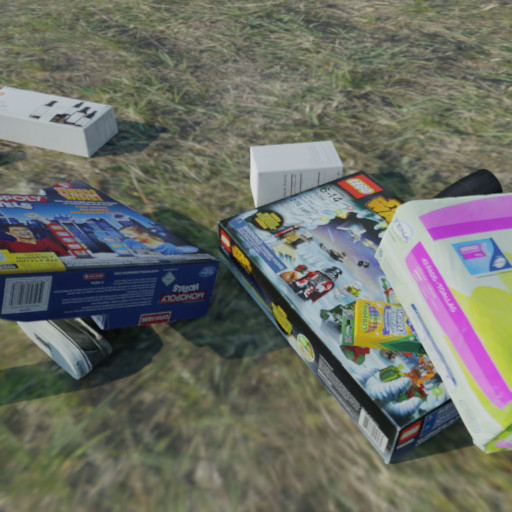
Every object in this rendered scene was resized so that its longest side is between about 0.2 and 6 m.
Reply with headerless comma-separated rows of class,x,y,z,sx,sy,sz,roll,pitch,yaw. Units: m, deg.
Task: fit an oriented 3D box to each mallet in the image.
mallet,4.439,-0.214,9.114,1.136,0.710,3.450,-37,53,-6

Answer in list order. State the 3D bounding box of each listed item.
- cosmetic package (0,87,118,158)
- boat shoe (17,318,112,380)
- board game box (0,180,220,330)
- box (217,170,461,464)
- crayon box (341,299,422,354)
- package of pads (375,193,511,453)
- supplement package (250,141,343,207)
cosmetic package,-4.678,-3.022,12.437,2.902,0.735,1.198,13,41,15
boat shoe,-2.860,0.909,7.911,2.062,0.729,0.656,36,52,24
board game box,-2.806,-0.160,8.207,3.265,1.007,3.263,-2,27,-41
box,1.710,0.460,8.205,2.943,0.857,4.298,-21,46,-23
crayon box,1.546,0.856,6.923,0.942,0.243,0.592,6,44,6
package of pads,3.647,0.553,6.512,3.664,1.250,2.831,-7,51,-16
supplement package,0.717,-1.468,10.454,1.567,0.939,0.950,-5,41,-5
